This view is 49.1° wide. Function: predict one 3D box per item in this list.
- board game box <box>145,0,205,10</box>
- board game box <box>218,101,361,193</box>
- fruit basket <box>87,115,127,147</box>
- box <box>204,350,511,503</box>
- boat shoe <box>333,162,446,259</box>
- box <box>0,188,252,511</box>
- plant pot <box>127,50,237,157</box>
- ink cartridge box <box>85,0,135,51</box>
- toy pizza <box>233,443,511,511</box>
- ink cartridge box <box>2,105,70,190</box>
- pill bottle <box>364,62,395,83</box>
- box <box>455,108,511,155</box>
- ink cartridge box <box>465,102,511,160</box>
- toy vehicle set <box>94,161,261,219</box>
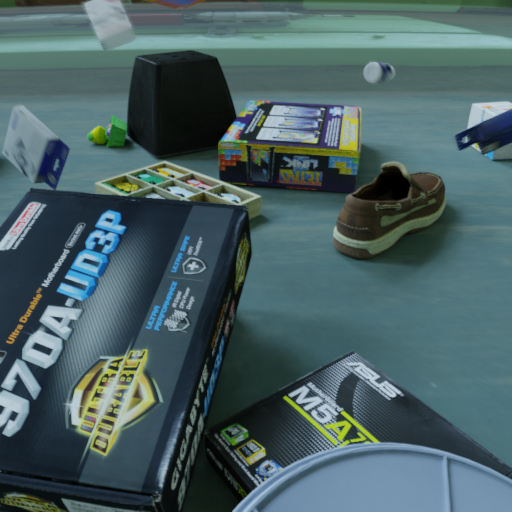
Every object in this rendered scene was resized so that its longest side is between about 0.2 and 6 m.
[{"bbox_3d":[-1.269,-4.778,9.173,1.023,1.023,1.024,-4,9,32],"label":"board game box"},{"bbox_3d":[0.852,-2.430,11.970,2.695,0.924,3.260,7,30,8],"label":"board game box"},{"bbox_3d":[-3.517,-2.919,13.204,0.914,0.659,0.914,16,25,-7],"label":"fruit basket"},{"bbox_3d":[0.845,1.829,4.895,1.907,0.469,1.975,-22,36,-29],"label":"box"},{"bbox_3d":[2.372,-0.993,9.211,1.112,1.114,3.010,20,35,31],"label":"boat shoe"},{"bbox_3d":[-1.717,0.741,5.677,2.804,0.811,3.528,6,44,10],"label":"box"},{"bbox_3d":[-1.794,-3.678,13.090,2.171,1.931,2.177,-16,30,-25],"label":"plant pot"},{"bbox_3d":[-2.497,-4.003,9.574,0.588,0.342,0.807,-23,77,-6],"label":"ink cartridge box"},{"bbox_3d":[1.055,2.587,3.129,3.211,0.509,3.211,7,41,-6],"label":"toy pizza"},{"bbox_3d":[-3.089,-1.462,7.806,0.913,0.912,0.185,41,41,3],"label":"ink cartridge box"},{"bbox_3d":[2.227,-3.282,10.035,0.342,0.342,0.617,24,28,36],"label":"pill bottle"},{"bbox_3d":[3.296,-1.673,7.083,1.479,0.240,0.896,-23,-12,21],"label":"box"},{"bbox_3d":[5.515,-2.830,12.617,0.967,0.950,1.313,-4,30,-8],"label":"ink cartridge box"},{"bbox_3d":[-1.437,-1.031,10.061,2.656,0.352,1.650,24,38,36],"label":"toy vehicle set"}]
